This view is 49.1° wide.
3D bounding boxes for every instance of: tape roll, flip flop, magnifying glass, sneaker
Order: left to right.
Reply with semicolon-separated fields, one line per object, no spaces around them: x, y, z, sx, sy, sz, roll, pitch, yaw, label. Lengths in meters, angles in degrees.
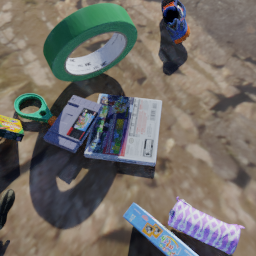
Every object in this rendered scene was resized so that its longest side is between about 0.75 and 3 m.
-2.928;1.886;6.493;0.283;0.399;0.983;16;88;23;flip flop
-2.502;-0.373;8.460;2.263;0.253;0.901;32;58;17;magnifying glass
-1.062;-2.405;8.264;2.758;2.758;0.663;-24;78;-15;tape roll
1.676;-4.238;10.383;0.901;0.938;2.391;-28;51;21;sneaker

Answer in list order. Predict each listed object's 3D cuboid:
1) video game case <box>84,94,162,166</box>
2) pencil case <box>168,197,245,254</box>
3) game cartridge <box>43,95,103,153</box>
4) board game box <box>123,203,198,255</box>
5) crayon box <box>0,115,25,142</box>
-0.079;-0.012;8.229;1.988;0.251;2.182;7;58;5;video game case
1.702;2.197;6.351;1.625;0.682;0.695;24;79;10;pencil case
-1.523;-0.156;7.982;1.063;0.315;1.639;17;61;22;game cartridge
0.925;2.432;5.753;2.144;1.622;0.392;36;79;19;board game box
-3.331;-0.044;7.790;0.672;0.269;1.059;19;16;-38;crayon box
